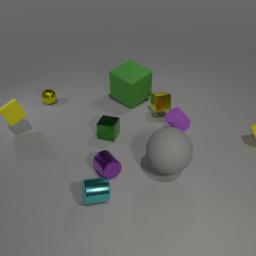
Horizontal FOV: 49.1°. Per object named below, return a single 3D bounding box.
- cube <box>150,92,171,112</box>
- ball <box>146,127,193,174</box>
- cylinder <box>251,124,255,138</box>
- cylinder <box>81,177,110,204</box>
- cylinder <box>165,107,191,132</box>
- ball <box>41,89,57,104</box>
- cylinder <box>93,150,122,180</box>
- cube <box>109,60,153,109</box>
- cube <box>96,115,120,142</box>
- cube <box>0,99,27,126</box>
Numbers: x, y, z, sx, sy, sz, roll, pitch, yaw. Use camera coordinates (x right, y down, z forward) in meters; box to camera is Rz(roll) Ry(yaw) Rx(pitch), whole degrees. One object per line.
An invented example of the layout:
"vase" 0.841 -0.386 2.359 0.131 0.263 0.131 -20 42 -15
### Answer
"cube" 1.390 -1.126 11.889 0.700 0.700 0.700 -7 17 -11
"ball" 1.242 0.671 8.407 1.400 1.400 1.400 0 33 0
"cylinder" 4.902 0.116 10.056 0.700 0.700 0.700 -26 24 26
"cylinder" -0.925 1.776 7.977 0.700 0.700 0.700 -3 33 -18
"cylinder" 1.836 -0.287 10.337 0.700 0.700 0.700 -34 31 24
"ball" -3.647 -1.452 12.930 0.700 0.700 0.700 0 33 0
"cylinder" -0.673 1.178 8.981 0.700 0.700 0.700 -19 38 -27
"cube" 0.130 -2.024 12.841 1.400 1.400 1.400 35 55 30
"cube" -0.746 0.007 10.756 0.700 0.700 0.700 10 35 14
"cube" -4.346 -0.598 10.588 0.700 0.700 0.700 -38 25 -12
